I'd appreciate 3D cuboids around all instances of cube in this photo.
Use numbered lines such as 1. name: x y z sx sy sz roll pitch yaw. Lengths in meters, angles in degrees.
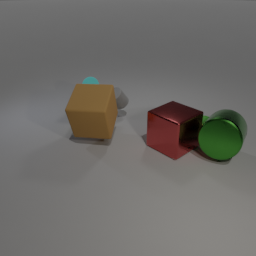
1. cube: 1.635 0.033 9.946 1.400 1.400 1.400 -24 36 -37
2. cube: -1.233 -0.599 9.993 1.400 1.400 1.400 3 48 10

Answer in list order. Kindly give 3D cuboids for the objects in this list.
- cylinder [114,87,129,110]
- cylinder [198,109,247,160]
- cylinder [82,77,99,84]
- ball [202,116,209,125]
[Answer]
1. cylinder: -0.431 -1.260 11.932 0.700 0.700 0.700 -17 51 23
2. cylinder: 3.208 0.187 9.452 1.400 1.400 1.400 14 22 24
3. cylinder: -1.570 -1.774 11.969 0.700 0.700 0.700 -1 -2 -2
4. ball: 2.967 -0.138 10.936 0.700 0.700 0.700 0 28 0
